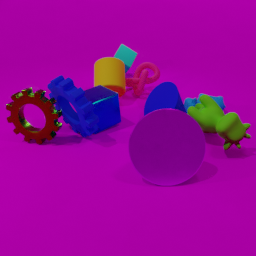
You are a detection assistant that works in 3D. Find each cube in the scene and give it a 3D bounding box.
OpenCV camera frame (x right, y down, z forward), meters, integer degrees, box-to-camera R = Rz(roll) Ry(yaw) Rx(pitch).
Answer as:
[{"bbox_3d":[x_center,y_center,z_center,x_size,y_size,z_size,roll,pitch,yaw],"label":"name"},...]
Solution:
[{"bbox_3d":[-0.212,-3.035,12.444,0.819,0.819,0.819,29,69,-11],"label":"cube"},{"bbox_3d":[-0.909,-0.585,8.422,0.988,0.988,0.988,-26,37,-29],"label":"cube"}]

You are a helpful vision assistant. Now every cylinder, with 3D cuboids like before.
[{"bbox_3d":[-0.661,-1.784,10.135,1.120,1.120,1.120,-1,70,-3],"label":"cylinder"}]

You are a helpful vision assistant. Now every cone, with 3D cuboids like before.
[{"bbox_3d":[0.828,0.371,6.856,1.678,1.678,1.685,-1,3,-1],"label":"cone"},{"bbox_3d":[1.441,-0.514,8.580,1.367,1.362,1.362,25,12,-35],"label":"cone"}]

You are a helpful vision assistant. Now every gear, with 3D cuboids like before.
[{"bbox_3d":[-1.499,-0.563,7.620,1.759,1.759,0.325,26,54,39],"label":"gear"},{"bbox_3d":[-2.486,-0.307,7.433,1.487,1.487,0.275,6,23,11],"label":"gear"}]

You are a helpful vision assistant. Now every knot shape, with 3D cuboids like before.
[{"bbox_3d":[0.490,-1.846,10.794,1.572,0.727,1.471,-28,26,15],"label":"knot shape"}]

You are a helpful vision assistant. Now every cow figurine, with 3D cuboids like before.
[{"bbox_3d":[2.469,-0.705,9.007,1.305,0.716,1.284,7,22,15],"label":"cow figurine"},{"bbox_3d":[2.356,-0.107,7.453,0.913,1.663,1.637,-44,78,-3],"label":"cow figurine"}]
